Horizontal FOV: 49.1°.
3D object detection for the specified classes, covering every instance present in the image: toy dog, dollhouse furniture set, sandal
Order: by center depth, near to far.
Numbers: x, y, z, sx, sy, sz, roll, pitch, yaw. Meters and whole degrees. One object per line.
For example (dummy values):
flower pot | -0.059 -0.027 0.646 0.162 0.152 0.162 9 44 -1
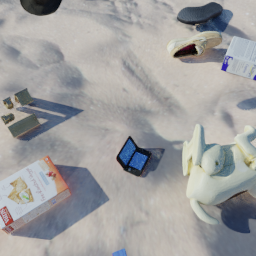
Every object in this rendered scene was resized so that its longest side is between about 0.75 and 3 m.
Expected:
toy dog | 2.746 1.078 6.831 2.499 1.744 2.423 4 59 1
dollhouse furniture set | -3.389 -0.409 8.826 1.095 0.938 1.152 -32 95 -21
sandal | 3.103 -4.745 11.911 2.482 0.531 0.944 -23 63 -28

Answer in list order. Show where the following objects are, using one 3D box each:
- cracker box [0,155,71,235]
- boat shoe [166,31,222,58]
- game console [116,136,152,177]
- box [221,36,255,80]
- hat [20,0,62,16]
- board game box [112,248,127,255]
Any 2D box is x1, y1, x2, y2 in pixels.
cracker box | -2.517 1.644 7.117 1.769 0.510 1.185 -31 59 -20
boat shoe | 2.536 -3.002 10.443 2.107 0.777 0.729 -12 56 3
game console | 0.182 0.777 7.758 0.748 0.515 0.868 22 57 16
box | 4.225 -2.499 10.038 1.377 0.722 1.266 21 56 16
hat | -2.223 -3.530 6.988 1.327 0.535 1.327 0 90 1
board game box | 0.018 3.217 5.418 0.298 1.374 1.367 -16 55 -13
